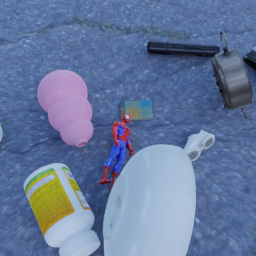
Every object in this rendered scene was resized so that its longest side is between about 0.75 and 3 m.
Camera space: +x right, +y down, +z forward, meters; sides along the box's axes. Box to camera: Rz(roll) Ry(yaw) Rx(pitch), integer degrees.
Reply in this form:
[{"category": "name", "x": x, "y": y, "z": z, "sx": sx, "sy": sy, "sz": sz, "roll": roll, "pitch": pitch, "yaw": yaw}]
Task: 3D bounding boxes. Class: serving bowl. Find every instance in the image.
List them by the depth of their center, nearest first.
[{"category": "serving bowl", "x": 0.159, "y": 1.687, "z": 5.608, "sx": 0.987, "sy": 3.000, "sz": 3.000, "roll": 17, "pitch": 57, "yaw": -12}]

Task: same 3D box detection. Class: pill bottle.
[{"category": "pill bottle", "x": -1.470, "y": 1.918, "z": 6.344, "sx": 1.139, "sy": 1.139, "sz": 2.051, "roll": -27, "pitch": 60, "yaw": -16}]

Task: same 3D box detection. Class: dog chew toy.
[{"category": "dog chew toy", "x": -1.699, "y": -0.521, "z": 8.084, "sx": 1.455, "sy": 1.455, "sz": 2.336, "roll": -20, "pitch": 67, "yaw": -12}]

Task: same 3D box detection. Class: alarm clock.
[{"category": "alarm clock", "x": 2.894, "y": -1.583, "z": 8.021, "sx": 0.842, "sy": 2.531, "sz": 1.707, "roll": -15, "pitch": 35, "yaw": 14}]

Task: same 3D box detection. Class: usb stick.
[{"category": "usb stick", "x": 1.913, "y": -2.795, "z": 9.894, "sx": 2.526, "sy": 0.701, "sz": 0.412, "roll": 5, "pitch": 89, "yaw": 3}]

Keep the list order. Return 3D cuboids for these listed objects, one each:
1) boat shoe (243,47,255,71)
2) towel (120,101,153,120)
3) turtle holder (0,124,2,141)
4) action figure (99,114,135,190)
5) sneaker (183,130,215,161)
[{"category": "boat shoe", "x": 4.703, "y": -1.771, "z": 9.194, "sx": 0.670, "sy": 0.813, "sz": 2.368, "roll": -34, "pitch": 52, "yaw": 12}, {"category": "towel", "x": 0.264, "y": -0.556, "z": 8.832, "sx": 1.012, "sy": 0.110, "sz": 0.742, "roll": -2, "pitch": 57, "yaw": 1}, {"category": "turtle holder", "x": -3.960, "y": 0.094, "z": 7.718, "sx": 0.869, "sy": 1.144, "sz": 0.813, "roll": -11, "pitch": 56, "yaw": -20}, {"category": "action figure", "x": -0.214, "y": 0.550, "z": 7.769, "sx": 0.585, "sy": 0.741, "sz": 2.265, "roll": -20, "pitch": 47, "yaw": 38}, {"category": "sneaker", "x": 1.856, "y": 0.509, "z": 8.010, "sx": 1.221, "sy": 0.476, "sz": 0.607, "roll": -33, "pitch": 39, "yaw": -12}]
